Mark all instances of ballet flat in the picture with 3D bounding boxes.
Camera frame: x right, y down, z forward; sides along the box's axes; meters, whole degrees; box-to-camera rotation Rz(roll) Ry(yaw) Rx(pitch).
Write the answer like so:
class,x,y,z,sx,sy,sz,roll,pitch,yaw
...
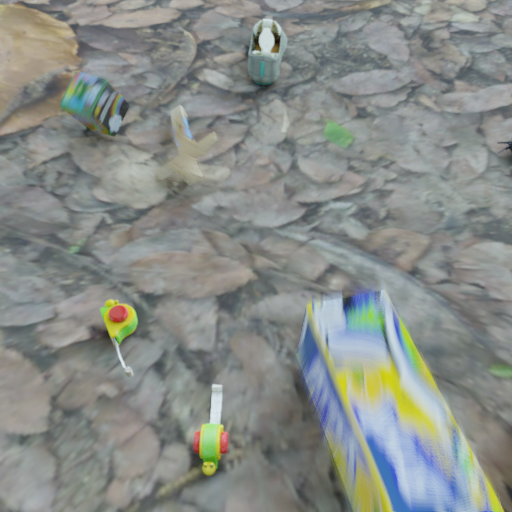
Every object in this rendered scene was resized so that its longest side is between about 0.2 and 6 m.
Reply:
class,x,y,z,sx,sy,sz,roll,pitch,yaw
ballet flat,0.275,-4.886,12.721,0.875,0.827,2.596,2,49,2

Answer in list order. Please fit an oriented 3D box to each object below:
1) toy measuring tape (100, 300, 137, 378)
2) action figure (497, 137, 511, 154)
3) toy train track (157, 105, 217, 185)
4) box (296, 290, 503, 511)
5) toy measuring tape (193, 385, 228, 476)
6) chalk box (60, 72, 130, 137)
class,x,y,z,sx,sy,sz,roll,pitch,yaw
toy measuring tape,-1.797,1.072,7.762,0.472,0.472,1.282,-21,52,-17
action figure,5.248,-2.064,10.345,1.395,0.712,0.829,7,60,4
toy train track,-1.270,-2.037,10.425,1.286,0.365,2.243,-31,47,14
box,1.532,2.125,6.286,1.116,1.217,3.473,-9,49,-12
toy measuring tape,-0.534,2.068,6.896,0.447,0.447,1.214,2,49,2
chalk box,-3.108,-2.923,10.588,0.756,1.219,0.761,20,81,21
